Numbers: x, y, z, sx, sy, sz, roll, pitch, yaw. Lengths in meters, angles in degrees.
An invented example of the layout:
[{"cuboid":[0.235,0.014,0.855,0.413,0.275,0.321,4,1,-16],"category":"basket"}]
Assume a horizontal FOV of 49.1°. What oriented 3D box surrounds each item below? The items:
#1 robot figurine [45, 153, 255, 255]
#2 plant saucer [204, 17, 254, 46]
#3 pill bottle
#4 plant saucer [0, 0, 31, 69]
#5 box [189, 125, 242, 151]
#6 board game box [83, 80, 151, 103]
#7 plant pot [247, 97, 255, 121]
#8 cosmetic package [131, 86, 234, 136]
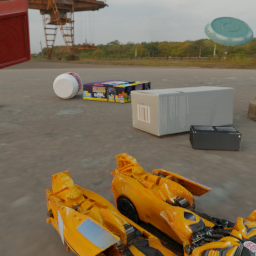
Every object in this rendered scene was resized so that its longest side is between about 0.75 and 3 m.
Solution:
[{"cuboid":[0.375,1.018,2.640,1.923,0.772,2.653,-14,20,-39],"category":"robot figurine"},{"cuboid":[3.286,-3.190,9.066,1.568,0.215,1.568,0,52,0],"category":"plant saucer"},{"cuboid":[-3.002,-2.120,13.931,1.203,1.203,2.130,-1,15,-2],"category":"pill bottle"},{"cuboid":[-3.302,-2.298,7.320,0.334,1.814,1.817,37,46,25],"category":"plant saucer"},{"cuboid":[1.988,0.215,6.481,1.039,0.410,0.734,2,11,7],"category":"box"},{"cuboid":[-0.476,-1.886,13.860,2.305,0.791,2.788,9,17,27],"category":"board game box"},{"cuboid":[5.307,-1.389,8.888,2.680,2.337,2.680,-1,14,0],"category":"plant pot"},{"cuboid":[1.587,-0.575,8.057,2.688,1.212,1.436,-11,15,-28],"category":"cosmetic package"}]
